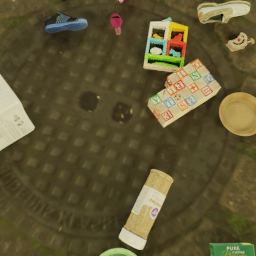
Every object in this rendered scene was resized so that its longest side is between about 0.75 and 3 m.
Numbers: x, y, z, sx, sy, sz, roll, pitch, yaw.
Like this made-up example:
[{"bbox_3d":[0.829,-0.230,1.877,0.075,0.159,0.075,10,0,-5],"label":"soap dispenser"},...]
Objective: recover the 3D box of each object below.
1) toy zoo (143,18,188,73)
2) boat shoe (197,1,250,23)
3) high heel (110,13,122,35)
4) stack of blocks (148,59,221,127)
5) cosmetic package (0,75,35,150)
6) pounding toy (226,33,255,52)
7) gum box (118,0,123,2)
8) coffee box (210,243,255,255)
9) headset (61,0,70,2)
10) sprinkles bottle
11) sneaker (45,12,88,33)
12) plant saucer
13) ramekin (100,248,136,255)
[{"bbox_3d":[1.444,-3.179,10.501,1.462,0.228,2.228,9,74,3],"label":"toy zoo"},{"bbox_3d":[3.638,-4.330,10.640,1.936,0.724,0.662,-2,78,8],"label":"boat shoe"},{"bbox_3d":[-0.450,-4.056,10.306,0.453,0.645,1.342,-15,50,-1],"label":"high heel"},{"bbox_3d":[1.823,-1.209,9.688,2.282,0.668,1.314,-32,76,-8],"label":"stack of blocks"},{"bbox_3d":[-4.629,-0.721,8.675,2.085,2.098,2.507,-35,76,-18],"label":"cosmetic package"},{"bbox_3d":[4.173,-3.264,10.363,0.949,0.544,0.542,-16,79,-5],"label":"pounding toy"},{"bbox_3d":[-0.871,-6.593,11.102,2.958,0.978,1.679,39,78,10],"label":"gum box"},{"bbox_3d":[3.107,4.436,8.146,1.253,0.448,2.037,-2,74,-1],"label":"coffee box"},{"bbox_3d":[-2.609,-5.269,11.042,0.803,0.377,0.496,-9,73,-14],"label":"headset"},{"bbox_3d":[0.570,2.441,8.553,0.791,0.791,2.318,26,75,7],"label":"sprinkles bottle"},{"bbox_3d":[-2.355,-4.057,10.585,1.621,0.568,0.631,-6,81,0],"label":"sneaker"},{"bbox_3d":[3.899,-0.453,9.674,1.574,0.279,1.574,0,74,0],"label":"plant saucer"},{"bbox_3d":[-0.274,4.242,8.032,1.561,0.763,1.561,0,74,0],"label":"ramekin"}]
